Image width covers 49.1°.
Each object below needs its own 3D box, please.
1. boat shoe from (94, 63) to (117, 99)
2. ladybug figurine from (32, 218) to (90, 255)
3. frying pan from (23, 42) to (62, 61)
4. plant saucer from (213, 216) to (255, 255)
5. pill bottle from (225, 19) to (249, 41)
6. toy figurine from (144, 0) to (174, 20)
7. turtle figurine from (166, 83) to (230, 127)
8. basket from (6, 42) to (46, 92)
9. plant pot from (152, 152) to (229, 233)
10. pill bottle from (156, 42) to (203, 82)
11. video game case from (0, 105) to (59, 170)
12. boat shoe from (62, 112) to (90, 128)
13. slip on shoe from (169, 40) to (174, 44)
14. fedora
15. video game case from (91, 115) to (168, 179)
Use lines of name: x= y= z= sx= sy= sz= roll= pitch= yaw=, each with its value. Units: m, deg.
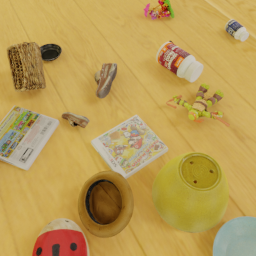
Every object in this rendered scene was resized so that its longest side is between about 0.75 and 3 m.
boat shoe: x=-1.110 y=-2.156 z=12.555 sx=0.800 sy=0.844 sz=2.229 roll=14 pitch=46 yaw=5
ladybug figurine: x=-2.013 y=3.860 z=8.213 sx=1.731 sy=0.917 sz=2.550 roll=-9 pitch=55 yaw=-6
frying pan: x=-4.335 y=-3.767 z=13.983 sx=2.099 sy=0.342 sz=1.270 roll=1 pitch=54 yaw=3
plant saucer: x=3.774 y=3.991 z=8.393 sx=2.563 sy=0.493 sz=2.563 roll=0 pitch=55 yaw=-1
pill bottle: x=5.730 y=-5.102 z=14.705 sx=0.686 sy=0.686 sz=1.234 roll=-24 pitch=58 yaw=-16
toy figurine: x=1.635 y=-6.577 z=15.756 sx=1.431 sy=1.167 sz=1.555 roll=-26 pitch=83 yaw=-1
turtle figurine: x=3.129 y=-0.871 z=11.586 sx=2.719 sy=0.876 sz=2.193 roll=22 pitch=48 yaw=29
basket: x=-4.435 y=-2.554 z=11.913 sx=1.484 sy=1.992 sz=1.422 roll=-7 pitch=11 yaw=-7
plant pot: x=2.140 y=1.822 z=9.092 sx=2.608 sy=1.851 sz=2.608 roll=0 pitch=55 yaw=0
pill bottle: x=2.388 y=-3.043 z=12.987 sx=1.121 sy=1.121 sz=2.046 roll=-38 pitch=63 yaw=-23
video game case: x=-4.266 y=0.308 z=11.142 sx=2.164 sy=0.272 sz=2.378 roll=18 pitch=58 yaw=12
boat shoe: x=-2.203 y=-0.306 z=11.387 sx=1.332 sy=0.505 sz=0.478 roll=13 pitch=73 yaw=29
slip on shoe: x=2.236 y=-3.930 z=14.081 sx=0.441 sy=0.352 sz=1.160 roll=-4 pitch=55 yaw=-3
fedora: x=-0.613 y=2.452 z=9.070 sx=2.139 sy=0.872 sz=2.139 roll=-11 pitch=62 yaw=22
video game case: x=0.051 y=0.693 z=10.865 sx=2.257 sy=0.258 sz=2.054 roll=-31 pitch=60 yaw=-20
